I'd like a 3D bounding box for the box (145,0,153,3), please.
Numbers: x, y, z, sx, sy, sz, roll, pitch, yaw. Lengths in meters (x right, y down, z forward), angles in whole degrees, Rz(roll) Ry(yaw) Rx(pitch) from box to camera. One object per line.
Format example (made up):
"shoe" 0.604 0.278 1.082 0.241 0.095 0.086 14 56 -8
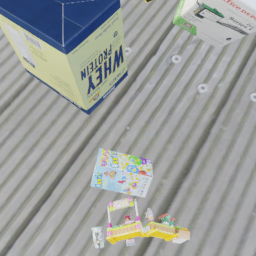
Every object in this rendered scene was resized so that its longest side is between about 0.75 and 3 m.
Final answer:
"box" 1.046 -4.490 7.627 1.891 1.510 0.467 -5 41 35

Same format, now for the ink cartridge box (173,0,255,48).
"ink cartridge box" 2.326 -2.928 6.737 1.614 2.209 0.932 23 86 -14

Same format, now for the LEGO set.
"LEGO set" 0.293 1.926 5.788 2.079 0.956 0.774 -2 48 -9

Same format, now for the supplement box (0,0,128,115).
"supplement box" -1.304 -1.799 5.845 2.137 2.134 1.434 34 69 20

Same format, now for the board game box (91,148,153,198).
"board game box" -0.118 0.889 5.571 1.096 0.575 0.565 14 30 -6
